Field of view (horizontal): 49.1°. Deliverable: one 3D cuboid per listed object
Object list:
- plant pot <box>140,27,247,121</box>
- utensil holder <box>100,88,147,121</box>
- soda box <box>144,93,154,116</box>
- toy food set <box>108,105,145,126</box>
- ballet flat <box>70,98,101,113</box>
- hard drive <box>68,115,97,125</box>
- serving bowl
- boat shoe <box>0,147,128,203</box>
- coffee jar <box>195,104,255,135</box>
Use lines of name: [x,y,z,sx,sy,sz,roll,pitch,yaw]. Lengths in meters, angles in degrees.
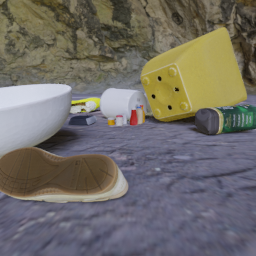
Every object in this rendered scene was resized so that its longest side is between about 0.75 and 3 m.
plant pot: [1.885,-1.487,9.103,2.486,2.503,2.560,-11,12,47]
utensil holder: [-0.149,-0.839,10.214,1.363,1.158,1.158,11,14,42]
soda box: [1.435,-1.015,11.976,2.900,0.920,0.990,2,9,13]
toy food set: [0.011,-0.412,9.009,1.325,0.596,0.632,-3,9,-22]
ballet flat: [-2.162,-0.987,13.210,2.089,0.698,0.700,-6,31,-21]
hard drive: [-1.479,-0.267,9.280,0.737,0.231,1.092,1,8,9]
serving bowl: [-2.379,-0.083,4.908,2.906,0.956,2.906,-6,16,2]
boat shoe: [-0.766,0.551,3.022,1.559,0.562,0.506,-2,-29,21]
coffee jar: [2.541,-0.234,7.222,1.536,0.655,0.801,-7,15,-16]
